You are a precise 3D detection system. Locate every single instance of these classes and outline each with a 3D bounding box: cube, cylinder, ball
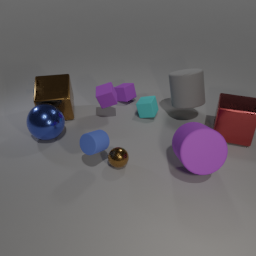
[{"bbox_3d":[0.845,-0.915,12.129,0.700,0.700,0.700,-3,31,26],"label":"cube"},{"bbox_3d":[-1.065,0.452,8.958,0.700,0.700,0.700,21,21,28],"label":"cylinder"},{"bbox_3d":[2.187,0.593,8.766,1.400,1.400,1.400,-1,9,-1],"label":"cylinder"},{"bbox_3d":[-0.124,-1.700,13.278,0.700,0.700,0.700,8,30,44],"label":"cube"},{"bbox_3d":[-3.105,-0.233,10.604,1.400,1.400,1.400,0,33,0],"label":"ball"},{"bbox_3d":[4.062,-0.348,10.660,1.400,1.400,1.400,11,33,15],"label":"cube"},{"bbox_3d":[2.463,-1.654,11.663,1.400,1.400,1.400,-8,18,3],"label":"cylinder"},{"bbox_3d":[-0.322,0.982,9.356,0.700,0.700,0.700,0,33,0],"label":"ball"},{"bbox_3d":[-0.888,-1.354,11.606,0.700,0.700,0.700,-16,44,10],"label":"cube"},{"bbox_3d":[-3.056,-1.248,11.742,1.400,1.400,1.400,-6,57,-6],"label":"cube"}]
